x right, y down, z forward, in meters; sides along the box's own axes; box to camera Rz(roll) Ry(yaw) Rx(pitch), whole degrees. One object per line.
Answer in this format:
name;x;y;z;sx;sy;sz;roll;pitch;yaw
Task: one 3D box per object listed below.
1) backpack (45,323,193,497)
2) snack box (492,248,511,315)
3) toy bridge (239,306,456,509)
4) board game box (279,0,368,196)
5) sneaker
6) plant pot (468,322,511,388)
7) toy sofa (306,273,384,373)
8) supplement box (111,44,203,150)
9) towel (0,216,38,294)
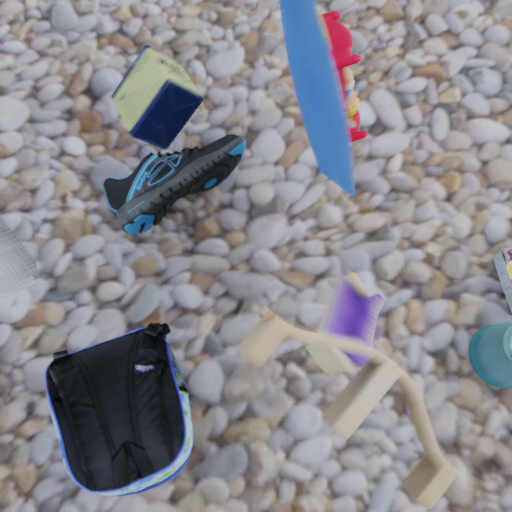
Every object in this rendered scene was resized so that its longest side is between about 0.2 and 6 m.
backpack;-2.091;2.622;9.094;2.123;1.705;2.320;-17;62;-11
snack box;5.543;0.372;10.592;1.718;0.455;1.222;-8;71;-3
toy bridge;1.179;1.559;6.334;3.021;0.411;1.015;42;86;-11
board game box;1.188;-2.629;8.490;0.736;3.781;2.987;-16;107;0
sneaker;-1.591;-1.699;10.989;2.984;1.092;1.222;-33;74;-11
plant pot;4.492;1.655;9.802;1.177;1.106;1.177;0;70;1
toy sofa;1.390;0.998;8.557;0.749;0.636;1.535;-15;34;35
supplement box;-1.659;-2.616;9.285;1.126;0.756;1.125;-47;54;24
towel;-3.892;-0.006;7.936;1.091;1.318;0.564;-9;47;8
